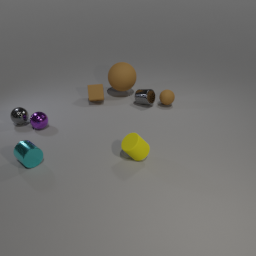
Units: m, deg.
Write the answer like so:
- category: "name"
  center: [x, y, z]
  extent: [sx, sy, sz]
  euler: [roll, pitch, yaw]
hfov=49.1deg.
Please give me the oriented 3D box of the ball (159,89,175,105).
- category: "ball"
  center: [1.786, -1.409, 12.807]
  extent: [0.700, 0.700, 0.700]
  euler: [0, 30, 0]

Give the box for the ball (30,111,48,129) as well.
- category: "ball"
  center: [-3.518, -0.304, 11.095]
  extent: [0.700, 0.700, 0.700]
  euler: [0, 30, 0]

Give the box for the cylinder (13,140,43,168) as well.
- category: "cylinder"
  center: [-3.242, 0.840, 9.121]
  extent: [0.700, 0.700, 0.700]
  euler: [-27, 39, -38]

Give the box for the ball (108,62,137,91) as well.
- category: "ball"
  center: [-0.284, -2.491, 13.638]
  extent: [1.400, 1.400, 1.400]
  euler: [0, 30, 0]

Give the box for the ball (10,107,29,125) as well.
- category: "ball"
  center: [-4.372, -0.491, 11.297]
  extent: [0.700, 0.700, 0.700]
  euler: [0, 30, 0]

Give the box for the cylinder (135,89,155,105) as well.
- category: "cylinder"
  center: [0.784, -1.433, 12.865]
  extent: [0.700, 0.700, 0.700]
  euler: [6, 27, 41]

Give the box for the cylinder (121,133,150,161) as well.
- category: "cylinder"
  center: [0.249, 0.618, 9.219]
  extent: [0.700, 0.700, 0.700]
  euler: [-24, 44, 26]

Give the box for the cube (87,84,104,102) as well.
- category: "cube"
  center: [-1.495, -1.642, 13.110]
  extent: [0.700, 0.700, 0.700]
  euler: [-5, 0, -4]
